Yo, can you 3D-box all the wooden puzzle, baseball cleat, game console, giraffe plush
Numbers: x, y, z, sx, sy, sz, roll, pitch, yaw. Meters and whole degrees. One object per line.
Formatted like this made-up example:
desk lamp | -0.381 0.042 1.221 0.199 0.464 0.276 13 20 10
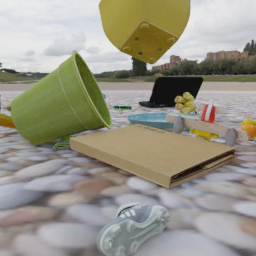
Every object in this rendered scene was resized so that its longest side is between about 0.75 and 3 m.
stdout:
wooden puzzle | -2.066 -0.454 7.213 2.729 0.319 1.841 -23 -22 16
baseball cleat | -0.018 0.835 2.357 0.458 0.300 0.861 0 -3 41
game console | 2.253 -1.964 15.263 2.796 1.627 2.459 -3 10 -20
giraffe plush | 2.540 -0.926 11.672 1.113 0.961 0.903 -8 -13 9

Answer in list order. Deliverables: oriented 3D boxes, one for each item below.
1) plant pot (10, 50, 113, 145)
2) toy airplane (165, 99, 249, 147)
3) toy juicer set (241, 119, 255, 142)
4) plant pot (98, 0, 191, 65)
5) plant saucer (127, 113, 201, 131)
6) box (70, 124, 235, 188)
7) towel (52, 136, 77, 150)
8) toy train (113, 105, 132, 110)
plant pot | -1.443 -0.462 5.868 1.674 1.762 1.762 -23 7 6
toy airplane | 1.504 0.016 5.446 1.228 0.871 1.234 31 -20 -26
toy juicer set | 3.519 -0.023 6.773 2.070 0.563 1.317 -21 12 -40
plant pot | 0.509 -3.079 7.950 2.064 2.112 2.051 15 -34 -30
plant saucer | 1.097 -0.205 8.540 2.274 0.312 2.274 1 10 0
box | 0.371 0.347 4.828 1.836 0.239 2.246 -12 19 -44
towel | -0.794 0.287 5.950 1.407 0.160 1.011 0 10 0
toy train | -0.256 -1.015 13.908 0.999 0.208 0.282 3 -1 19
